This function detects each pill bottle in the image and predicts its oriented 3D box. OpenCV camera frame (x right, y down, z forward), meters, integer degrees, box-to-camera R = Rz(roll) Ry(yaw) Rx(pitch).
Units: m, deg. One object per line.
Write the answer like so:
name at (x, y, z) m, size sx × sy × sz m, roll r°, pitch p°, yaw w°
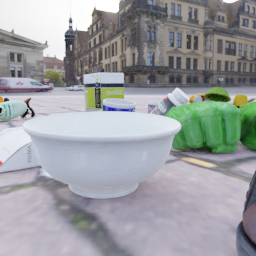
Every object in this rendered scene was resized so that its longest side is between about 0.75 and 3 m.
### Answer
pill bottle at (1.178, -0.588, 7.848) m, size 0.588 × 1.033 × 0.588 m, roll 37°, pitch 22°, yaw -17°

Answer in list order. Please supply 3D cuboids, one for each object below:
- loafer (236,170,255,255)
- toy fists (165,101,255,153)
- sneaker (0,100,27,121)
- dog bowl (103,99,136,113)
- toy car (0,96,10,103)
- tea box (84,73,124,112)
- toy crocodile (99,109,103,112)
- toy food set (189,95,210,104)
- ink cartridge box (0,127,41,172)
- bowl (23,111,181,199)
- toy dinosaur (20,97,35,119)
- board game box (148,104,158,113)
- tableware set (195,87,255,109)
loafer at (1.413, 0.643, 0.805) m, size 0.991 × 0.868 × 2.757 m, roll -3°, pitch 9°, yaw -22°
toy fists at (2.162, -0.057, 5.471) m, size 2.983 × 1.026 × 1.520 m, roll -1°, pitch 1°, yaw 1°
sneaker at (-4.343, -0.570, 9.955) m, size 1.896 × 0.698 × 1.118 m, roll -20°, pitch 14°, yaw -41°
dog bowl at (-0.378, -0.858, 11.878) m, size 1.382 × 0.544 × 1.382 m, roll 5°, pitch 16°, yaw -2°
toy car at (-6.970, -0.895, 13.424) m, size 2.977 × 1.460 × 0.991 m, roll -14°, pitch 43°, yaw 34°
tea box at (-1.194, -1.688, 13.631) m, size 1.287 × 1.895 × 1.927 m, roll -5°, pitch 9°, yaw -31°
toy crocodile at (-0.779, -0.727, 12.610) m, size 1.078 × 0.333 × 0.364 m, roll -4°, pitch 50°, yaw -31°
toy food set at (2.432, -0.339, 7.781) m, size 1.598 × 0.763 × 0.719 m, roll 29°, pitch -4°, yaw -25°
ink cartridge box at (-2.069, 0.303, 4.654) m, size 2.005 × 0.474 × 1.605 m, roll -4°, pitch 9°, yaw -37°
bowl at (-0.290, 0.297, 3.368) m, size 1.798 × 0.808 × 1.798 m, roll 0°, pitch 11°, yaw 0°
toy dinosaur at (-4.114, -0.786, 11.182) m, size 0.575 × 0.764 × 1.126 m, roll -20°, pitch -25°, yaw -28°
board game box at (2.052, -0.806, 12.603) m, size 1.729 × 0.442 × 2.553 m, roll -1°, pitch 9°, yaw -10°
tableware set at (2.682, -0.504, 8.342) m, size 1.852 × 0.422 × 2.750 m, roll 16°, pitch -10°, yaw -4°
